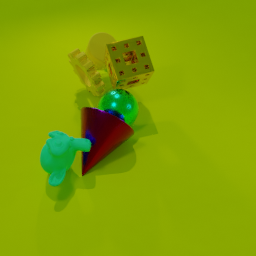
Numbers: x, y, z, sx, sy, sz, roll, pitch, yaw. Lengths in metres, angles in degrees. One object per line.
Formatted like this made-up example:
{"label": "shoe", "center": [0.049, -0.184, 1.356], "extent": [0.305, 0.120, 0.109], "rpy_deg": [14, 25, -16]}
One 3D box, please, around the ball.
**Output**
{"label": "ball", "center": [-0.301, -0.579, 8.667], "extent": [1.266, 1.266, 1.266], "rpy_deg": [0, 43, 0]}

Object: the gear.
{"label": "gear", "center": [-1.433, -1.889, 9.658], "extent": [0.317, 1.714, 1.714], "rpy_deg": [-37, 53, -15]}

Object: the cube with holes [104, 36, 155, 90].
{"label": "cube with holes", "center": [-0.004, -1.973, 8.803], "extent": [1.163, 1.163, 1.163], "rpy_deg": [-16, 83, -10]}

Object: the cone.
{"label": "cone", "center": [-0.915, 0.558, 7.807], "extent": [1.678, 1.678, 1.684], "rpy_deg": [18, 73, 18]}

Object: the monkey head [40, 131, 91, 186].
{"label": "monkey head", "center": [-1.621, 0.686, 7.265], "extent": [1.251, 1.048, 1.740], "rpy_deg": [5, 28, -9]}

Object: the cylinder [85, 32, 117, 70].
{"label": "cylinder", "center": [-1.010, -2.825, 10.431], "extent": [1.089, 1.089, 1.089], "rpy_deg": [2, 83, -16]}
